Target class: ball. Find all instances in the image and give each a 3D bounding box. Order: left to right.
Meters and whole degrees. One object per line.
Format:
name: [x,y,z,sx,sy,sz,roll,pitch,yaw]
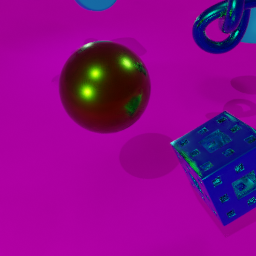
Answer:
ball: [-0.333,-0.584,4.127,1.345,1.345,1.345,0,41,0]

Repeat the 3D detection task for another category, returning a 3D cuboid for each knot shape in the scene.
knot shape: [1.706,-1.850,4.678,1.484,1.388,0.686,-20,66,-48]

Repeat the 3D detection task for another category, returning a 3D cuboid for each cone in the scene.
cone: [3.034,-2.697,6.523,1.110,1.114,1.110,-4,35,3]

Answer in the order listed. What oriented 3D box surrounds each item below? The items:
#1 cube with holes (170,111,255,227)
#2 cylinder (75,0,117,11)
cube with holes: [1.331,0.520,3.858,0.932,0.932,0.932,-31,29,-1]
cylinder: [-0.994,-4.169,8.262,1.332,1.332,1.332,-9,25,-11]
